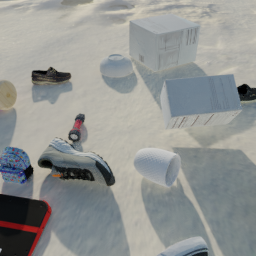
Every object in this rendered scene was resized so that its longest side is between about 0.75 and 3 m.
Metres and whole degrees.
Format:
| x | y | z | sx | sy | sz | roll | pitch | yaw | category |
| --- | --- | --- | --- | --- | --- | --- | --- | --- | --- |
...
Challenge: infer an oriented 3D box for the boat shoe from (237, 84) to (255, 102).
| x | y | z | sx | sy | sz | roll | pitch | yaw | category |
| --- | --- | --- | --- | --- | --- | --- | --- | --- | --- |
| 4.030 | -1.274 | 9.846 | 1.706 | 0.566 | 0.637 | -8 | 38 | -10 | boat shoe |

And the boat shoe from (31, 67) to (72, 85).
| x | y | z | sx | sy | sz | roll | pitch | yaw | category |
| --- | --- | --- | --- | --- | --- | --- | --- | --- | --- |
| -2.984 | -2.036 | 10.850 | 1.543 | 0.566 | 0.575 | -8 | 38 | -10 | boat shoe |

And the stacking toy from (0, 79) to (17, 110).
| x | y | z | sx | sy | sz | roll | pitch | yaw | category |
| --- | --- | --- | --- | --- | --- | --- | --- | --- | --- |
| -5.073 | -1.184 | 9.570 | 2.395 | 1.023 | 1.023 | 5 | 37 | 18 | stacking toy |

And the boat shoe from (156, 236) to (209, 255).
| x | y | z | sx | sy | sz | roll | pitch | yaw | category |
| --- | --- | --- | --- | --- | --- | --- | --- | --- | --- |
| 0.283 | 2.727 | 4.386 | 2.746 | 0.943 | 0.777 | -25 | 50 | -20 | boat shoe |

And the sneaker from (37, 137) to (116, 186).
| x | y | z | sx | sy | sz | roll | pitch | yaw | category |
| --- | --- | --- | --- | --- | --- | --- | --- | --- | --- |
| -1.255 | 0.986 | 6.790 | 2.220 | 0.821 | 0.880 | 16 | 49 | 30 | sneaker |

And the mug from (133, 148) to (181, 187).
| x | y | z | sx | sy | sz | roll | pitch | yaw | category |
| --- | --- | --- | --- | --- | --- | --- | --- | --- | --- |
| 0.742 | 0.890 | 6.915 | 0.971 | 0.817 | 1.107 | 16 | 9 | 32 | mug |

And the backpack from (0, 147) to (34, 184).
| x | y | z | sx | sy | sz | roll | pitch | yaw | category |
| --- | --- | --- | --- | --- | --- | --- | --- | --- | --- |
| -2.754 | 0.880 | 6.796 | 0.751 | 0.822 | 0.553 | 10 | 38 | 11 | backpack |

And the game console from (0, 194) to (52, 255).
| x | y | z | sx | sy | sz | roll | pitch | yaw | category |
| --- | --- | --- | --- | --- | --- | --- | --- | --- | --- |
| -2.512 | 2.024 | 5.828 | 1.545 | 0.240 | 1.366 | 6 | 43 | 9 | game console |

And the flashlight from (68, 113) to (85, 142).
| x | y | z | sx | sy | sz | roll | pitch | yaw | category |
| --- | --- | --- | --- | --- | --- | --- | --- | --- | --- |
| -1.500 | -0.046 | 8.394 | 0.374 | 0.375 | 1.105 | 8 | 38 | 1 | flashlight |

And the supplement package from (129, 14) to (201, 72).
| x | y | z | sx | sy | sz | roll | pitch | yaw | category |
| --- | --- | --- | --- | --- | --- | --- | --- | --- | --- |
| 1.530 | -3.794 | 12.267 | 2.234 | 1.643 | 2.136 | -19 | 41 | -23 | supplement package |

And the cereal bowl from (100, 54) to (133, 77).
| x | y | z | sx | sy | sz | roll | pitch | yaw | category |
| --- | --- | --- | --- | --- | --- | --- | --- | --- | --- |
| -0.493 | -2.698 | 11.718 | 1.417 | 0.590 | 1.417 | 0 | 37 | 0 | cereal bowl |

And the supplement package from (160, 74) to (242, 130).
| x | y | z | sx | sy | sz | roll | pitch | yaw | category |
| --- | --- | --- | --- | --- | --- | --- | --- | --- | --- |
| 1.988 | -0.715 | 7.957 | 1.932 | 1.133 | 1.130 | -5 | 72 | -2 | supplement package |
